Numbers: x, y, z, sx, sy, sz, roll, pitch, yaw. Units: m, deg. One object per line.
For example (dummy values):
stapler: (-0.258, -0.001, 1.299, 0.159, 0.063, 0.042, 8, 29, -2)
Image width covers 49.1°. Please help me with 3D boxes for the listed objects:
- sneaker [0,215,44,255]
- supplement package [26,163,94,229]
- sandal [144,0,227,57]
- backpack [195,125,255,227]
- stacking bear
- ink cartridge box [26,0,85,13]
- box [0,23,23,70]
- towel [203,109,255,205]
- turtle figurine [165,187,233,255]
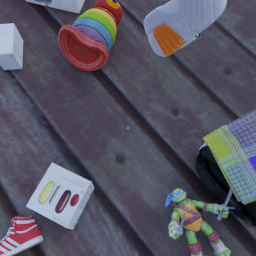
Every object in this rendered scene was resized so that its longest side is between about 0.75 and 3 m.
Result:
sneaker: (-3.032, 2.800, 7.097, 1.559, 0.555, 0.877, -20, 74, -15)
supplement package: (-1.706, 1.780, 7.290, 1.181, 0.909, 1.236, 24, 70, 8)
sandal: (1.272, -2.292, 5.941, 0.793, 2.767, 1.060, -27, 101, -21)
backpack: (2.980, 1.073, 7.184, 2.434, 2.031, 1.540, 39, 54, 17)
stacking bear: (-0.960, -3.206, 8.956, 1.557, 1.458, 2.565, 30, 61, -9)
ink cartridge box: (-2.770, -5.187, 9.941, 2.605, 0.877, 1.525, 16, 70, 6)
box: (-3.815, -2.583, 8.961, 0.610, 0.873, 1.146, -5, 69, -2)
towel: (2.913, 0.392, 5.474, 2.446, 0.279, 1.757, -29, 87, 31)
turtle figurine: (1.747, 2.399, 6.650, 1.423, 1.977, 1.917, -29, 95, -42)
